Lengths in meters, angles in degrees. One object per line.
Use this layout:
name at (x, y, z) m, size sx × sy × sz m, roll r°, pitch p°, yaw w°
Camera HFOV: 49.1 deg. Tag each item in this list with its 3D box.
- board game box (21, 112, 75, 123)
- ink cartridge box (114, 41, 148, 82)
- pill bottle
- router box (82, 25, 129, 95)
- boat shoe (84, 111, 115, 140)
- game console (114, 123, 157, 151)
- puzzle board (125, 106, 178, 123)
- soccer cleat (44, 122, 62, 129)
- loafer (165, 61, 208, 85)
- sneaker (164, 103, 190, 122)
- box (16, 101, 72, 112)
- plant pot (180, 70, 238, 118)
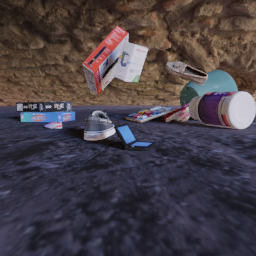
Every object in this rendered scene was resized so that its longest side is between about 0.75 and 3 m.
board game box at (-4.272, -0.612, 15.063) m, size 2.274 × 0.512 × 1.729 m, roll 2°, pitch 6°, yaw 18°
ink cartridge box at (0.151, -2.950, 12.599) m, size 0.711 × 1.625 × 1.181 m, roll 28°, pitch 20°, yaw 27°
pill bottle at (3.949, -0.822, 12.234) m, size 1.524 × 1.524 × 2.735 m, roll -3°, pitch 7°, yaw -27°
router box at (-1.093, -3.379, 14.535) m, size 0.725 × 2.662 × 2.966 m, roll 37°, pitch -12°, yaw 7°
boat shoe at (-0.958, -0.170, 9.396) m, size 0.886 × 0.837 × 2.470 m, roll 1°, pitch 6°, yaw 8°
game console at (0.211, 0.209, 7.088) m, size 0.878 × 0.581 × 0.998 m, roll 2°, pitch 7°, yaw 19°
puzzle board at (1.189, -0.821, 15.415) m, size 2.129 × 0.246 × 2.826 m, roll -20°, pitch 11°, yaw -13°
soccer cleat at (-3.081, -0.125, 11.513) m, size 0.833 × 0.305 × 0.284 m, roll 2°, pitch 6°, yaw 20°
loafer at (1.846, -1.799, 8.759) m, size 1.371 × 0.493 × 0.431 m, roll 24°, pitch -20°, yaw 2°
sneaker at (2.793, -0.654, 14.846) m, size 1.758 × 0.776 × 0.715 m, roll -22°, pitch 17°, yaw -4°
box at (-4.708, -1.206, 15.710) m, size 2.454 × 0.534 × 1.966 m, roll 2°, pitch 6°, yaw 32°
plant pot at (4.295, -1.683, 15.724) m, size 2.242 × 2.793 × 2.793 m, roll -16°, pitch 13°, yaw -25°
